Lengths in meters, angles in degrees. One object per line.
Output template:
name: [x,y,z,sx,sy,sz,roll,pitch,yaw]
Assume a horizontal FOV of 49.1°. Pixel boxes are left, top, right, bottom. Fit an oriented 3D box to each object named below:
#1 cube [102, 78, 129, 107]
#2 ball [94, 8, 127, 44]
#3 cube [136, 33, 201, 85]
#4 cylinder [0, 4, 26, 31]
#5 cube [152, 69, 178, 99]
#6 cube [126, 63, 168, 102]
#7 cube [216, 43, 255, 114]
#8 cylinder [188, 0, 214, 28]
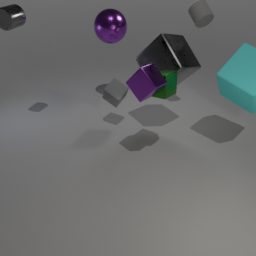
cube: [-0.487,-1.356,10.777,0.700,0.700,0.700,36,68,3]
ball: [-0.735,-4.276,11.800,1.400,1.400,1.400,0,30,0]
cube: [1.416,-2.309,9.889,1.400,1.400,1.400,-16,75,-47]
cylinder: [-3.832,-3.611,9.135,0.700,0.700,0.700,10,35,17]
cube: [0.987,-1.320,8.302,0.700,0.700,0.700,16,29,33]
cube: [0.517,-1.251,7.722,0.700,0.700,0.700,54,40,4]
cube: [3.931,-1.577,9.091,1.400,1.400,1.400,-48,59,-1]
cylinder: [2.644,-4.136,10.149,0.700,0.700,0.700,-15,72,-23]
